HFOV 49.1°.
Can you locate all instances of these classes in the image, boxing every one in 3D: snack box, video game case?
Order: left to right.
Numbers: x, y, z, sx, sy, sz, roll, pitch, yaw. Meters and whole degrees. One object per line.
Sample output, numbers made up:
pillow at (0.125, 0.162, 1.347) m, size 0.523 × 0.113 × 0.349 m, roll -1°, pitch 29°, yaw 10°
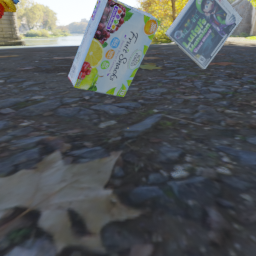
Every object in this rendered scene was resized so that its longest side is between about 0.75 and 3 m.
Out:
snack box at (-0.373, -1.951, 7.042) m, size 1.573 × 2.212 × 0.586 m, roll 5°, pitch 35°, yaw -37°
video game case at (2.456, -3.252, 8.942) m, size 1.855 × 2.041 × 0.238 m, roll 34°, pitch 6°, yaw -26°

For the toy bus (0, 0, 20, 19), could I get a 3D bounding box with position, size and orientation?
toy bus at (-3.979, -4.138, 8.842) m, size 1.603 × 1.539 × 1.088 m, roll -4°, pitch -9°, yaw -2°
